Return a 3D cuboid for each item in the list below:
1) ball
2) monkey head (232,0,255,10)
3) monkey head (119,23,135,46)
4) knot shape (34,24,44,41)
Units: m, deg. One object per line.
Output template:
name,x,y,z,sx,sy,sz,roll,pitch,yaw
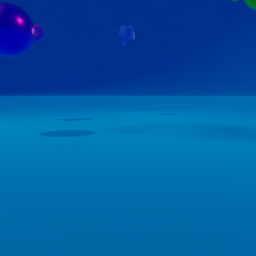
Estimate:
ball,-2.815,-2.285,6.568,1.221,1.221,1.221,0,7,0
monkey head,2.645,-2.884,5.847,1.243,1.728,1.041,-24,-15,8
monkey head,-0.051,-4.180,12.554,0.675,1.120,0.806,-9,-12,11
knot shape,-3.752,-3.487,9.984,1.237,1.157,0.571,-32,36,-7
